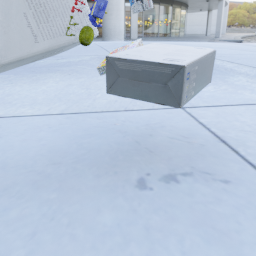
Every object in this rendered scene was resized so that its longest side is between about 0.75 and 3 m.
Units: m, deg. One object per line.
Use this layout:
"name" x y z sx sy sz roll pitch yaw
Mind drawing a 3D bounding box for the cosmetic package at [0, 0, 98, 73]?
"cosmetic package" -2.660 -2.556 6.248 2.275 2.278 2.761 -5 22 43

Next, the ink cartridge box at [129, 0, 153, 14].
"ink cartridge box" 0.519 -4.909 11.011 0.826 0.600 0.346 -10 27 16

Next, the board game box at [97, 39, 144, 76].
"board game box" -0.199 -2.221 8.699 1.090 0.278 1.622 -13 30 25

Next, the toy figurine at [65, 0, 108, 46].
"toy figurine" -0.661 -2.095 5.064 0.586 1.110 0.665 20 1 -29

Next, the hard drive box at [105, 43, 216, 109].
"hard drive box" 0.947 -1.515 7.336 2.017 0.994 2.588 15 29 27
